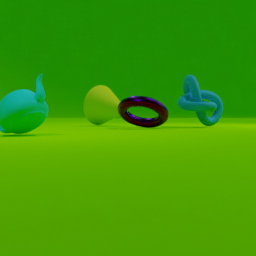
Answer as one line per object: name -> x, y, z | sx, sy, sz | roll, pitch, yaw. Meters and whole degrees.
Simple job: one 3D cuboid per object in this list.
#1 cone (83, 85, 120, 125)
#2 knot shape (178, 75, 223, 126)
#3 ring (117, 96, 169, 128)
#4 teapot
cone -> -0.568, -0.750, 10.512 | 1.582, 1.582, 1.588 | -2, 12, -44
knot shape -> 2.374, -0.865, 9.377 | 0.881, 1.907, 1.784 | -45, -5, 28
ring -> 0.445, -0.460, 8.395 | 1.551, 0.310, 1.551 | 10, -26, 5
teapot -> -1.911, -0.370, 5.095 | 1.414, 0.692, 0.879 | -40, -17, 19
